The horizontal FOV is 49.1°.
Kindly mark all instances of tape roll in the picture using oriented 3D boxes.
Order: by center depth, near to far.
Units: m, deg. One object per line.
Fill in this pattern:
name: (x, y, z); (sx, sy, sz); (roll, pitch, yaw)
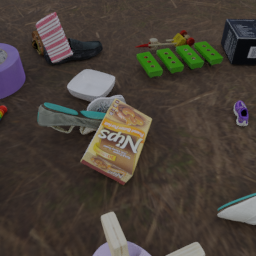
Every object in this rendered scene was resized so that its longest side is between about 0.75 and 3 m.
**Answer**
tape roll: (-4.900, -1.985, 9.775); (2.341, 0.995, 2.341); (-1, 43, 1)

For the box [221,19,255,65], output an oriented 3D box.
box: (4.948, -3.471, 11.202); (1.895, 1.175, 1.863); (2, 43, 2)

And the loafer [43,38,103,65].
loafer: (-2.145, -3.152, 11.114); (2.389, 0.839, 0.811); (-17, 46, -17)

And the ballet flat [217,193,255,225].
ballet flat: (3.170, 1.661, 6.143); (2.493, 0.866, 0.866); (-17, 46, -19)

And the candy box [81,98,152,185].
candy box: (-0.228, 0.284, 7.354); (1.225, 0.587, 2.122); (29, 45, -6)

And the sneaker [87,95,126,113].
sneaker: (-0.633, -0.664, 8.731); (1.341, 0.501, 0.550); (-21, 47, -21)

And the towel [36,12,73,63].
towel: (-2.227, -2.712, 8.515); (0.956, 1.307, 0.196); (-8, 21, 39)

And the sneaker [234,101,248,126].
sneaker: (3.553, -0.517, 8.620); (0.427, 0.442, 1.058); (5, 43, 5)

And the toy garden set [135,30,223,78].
toy garden set: (1.749, -2.891, 11.077); (2.975, 0.594, 2.480); (-13, 47, -13)

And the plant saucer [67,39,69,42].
plant saucer: (-2.643, -3.535, 12.025); (0.993, 0.159, 0.993); (0, 44, 0)

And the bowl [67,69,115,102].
bowl: (-1.209, -1.360, 9.472); (1.342, 0.502, 1.344); (18, 45, 18)

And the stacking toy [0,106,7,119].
stacking toy: (-3.995, -0.378, 8.560); (0.390, 0.390, 0.914); (9, 39, 9)

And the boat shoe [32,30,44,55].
boat shoe: (-3.767, -3.615, 11.763); (0.592, 0.627, 1.742); (-24, 48, -25)

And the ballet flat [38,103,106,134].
ballet flat: (-1.434, -0.182, 8.011); (2.278, 0.726, 0.768); (9, 17, -28)

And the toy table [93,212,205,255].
toy table: (0.121, 2.715, 4.457); (2.316, 1.475, 2.519); (-25, 48, -25)
